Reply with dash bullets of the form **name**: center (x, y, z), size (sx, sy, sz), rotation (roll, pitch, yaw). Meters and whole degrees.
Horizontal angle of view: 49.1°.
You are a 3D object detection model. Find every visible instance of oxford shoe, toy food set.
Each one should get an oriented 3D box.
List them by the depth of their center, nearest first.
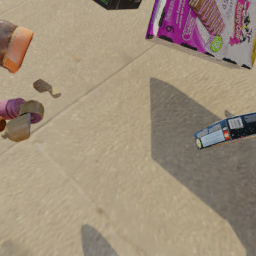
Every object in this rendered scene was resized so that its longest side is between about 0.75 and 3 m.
- **toy food set**: center (-2.669, 0.053, 5.597), size (2.854, 0.450, 1.814), rotation (-36, 37, -17)
- **oxford shoe**: center (-2.623, -1.789, 5.762), size (1.054, 2.890, 1.030), rotation (22, 90, -25)

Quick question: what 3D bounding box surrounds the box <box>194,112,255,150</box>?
- **box**: center (2.873, -0.055, 6.210), size (2.359, 1.611, 0.445), rotation (-12, 80, -10)

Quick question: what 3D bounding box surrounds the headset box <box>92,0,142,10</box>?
- **headset box**: center (-0.104, -4.750, 8.318), size (1.124, 2.424, 2.110), rotation (37, 35, 10)

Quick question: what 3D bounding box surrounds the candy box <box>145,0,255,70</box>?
- **candy box**: center (2.184, -2.913, 7.398), size (2.994, 0.913, 2.042), rotation (12, 100, -19)
